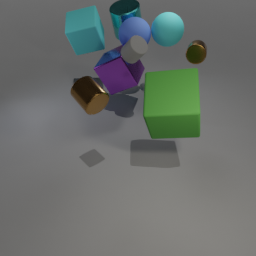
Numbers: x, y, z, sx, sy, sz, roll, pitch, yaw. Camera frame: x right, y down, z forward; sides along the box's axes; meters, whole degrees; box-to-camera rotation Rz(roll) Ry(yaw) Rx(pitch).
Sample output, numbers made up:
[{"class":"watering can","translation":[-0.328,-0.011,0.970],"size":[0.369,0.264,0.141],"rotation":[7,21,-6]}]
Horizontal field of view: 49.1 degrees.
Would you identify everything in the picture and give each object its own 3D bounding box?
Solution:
[{"class":"cylinder","translation":[2.427,-2.687,9.898],"size":[0.700,0.700,0.700],"rotation":[8,31,13]},{"class":"cylinder","translation":[0.210,-2.666,9.548],"size":[0.700,0.700,0.700],"rotation":[-24,-3,-34]},{"class":"ball","translation":[1.696,-4.219,12.026],"size":[1.400,1.400,1.400],"rotation":[0,32,0]},{"class":"cylinder","translation":[-0.935,-0.798,6.882],"size":[0.700,0.700,0.700],"rotation":[-26,61,-35]},{"class":"cube","translation":[1.241,-0.626,7.713],"size":[1.400,1.400,1.400],"rotation":[-2,63,13]},{"class":"cube","translation":[-1.925,-4.409,12.729],"size":[1.400,1.400,1.400],"rotation":[-10,59,8]},{"class":"cylinder","translation":[-0.056,-5.042,13.104],"size":[1.400,1.400,1.400],"rotation":[-6,51,7]},{"class":"ball","translation":[0.290,-4.055,12.121],"size":[1.400,1.400,1.400],"rotation":[0,32,0]},{"class":"cube","translation":[-0.330,-2.503,11.803],"size":[1.400,1.400,1.400],"rotation":[-16,33,30]}]
